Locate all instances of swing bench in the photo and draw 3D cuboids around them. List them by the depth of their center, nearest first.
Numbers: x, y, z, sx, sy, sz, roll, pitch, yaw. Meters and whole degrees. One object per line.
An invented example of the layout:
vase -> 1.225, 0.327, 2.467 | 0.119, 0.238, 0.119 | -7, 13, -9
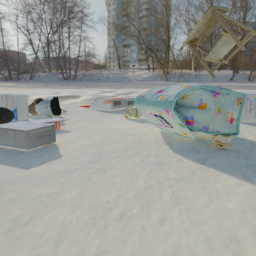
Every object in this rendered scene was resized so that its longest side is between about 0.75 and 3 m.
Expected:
swing bench -> 3.012, -2.997, 9.629 | 1.149, 1.770, 1.761 | -46, -4, -28

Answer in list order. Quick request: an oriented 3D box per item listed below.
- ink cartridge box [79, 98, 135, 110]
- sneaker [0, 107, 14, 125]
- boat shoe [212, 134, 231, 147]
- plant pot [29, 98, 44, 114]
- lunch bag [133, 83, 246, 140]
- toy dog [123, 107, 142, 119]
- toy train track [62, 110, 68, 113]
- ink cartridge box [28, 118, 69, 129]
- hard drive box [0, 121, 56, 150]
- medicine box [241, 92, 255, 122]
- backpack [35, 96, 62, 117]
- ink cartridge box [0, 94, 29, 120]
ink cartridge box -> -1.363, -1.674, 18.170 | 2.956, 0.741, 2.398 | 11, 15, 37
sneaker -> -5.437, -0.273, 10.698 | 2.080, 0.790, 0.944 | -12, 23, -22
boat shoe -> 2.577, 0.364, 7.803 | 0.393, 0.353, 1.062 | 0, -4, 5
plant pot -> -4.810, -1.068, 14.718 | 0.787, 0.902, 0.902 | -13, 4, 25
lunch bag -> 1.965, -0.655, 9.505 | 2.946, 1.797, 2.510 | 1, 9, -27
toy dog -> 0.192, -0.753, 13.414 | 0.864, 0.603, 0.838 | 2, 3, 21
toy train track -> -4.061, -0.968, 15.657 | 1.584, 0.258, 0.908 | 11, 7, 26
ink cartridge box -> -2.988, -0.140, 10.652 | 0.751, 0.347, 1.379 | 9, 13, 43
hard drive box -> -3.043, 0.184, 8.173 | 1.472, 0.565, 1.147 | 6, 12, 29
medicine box -> 6.063, -0.991, 12.792 | 2.408, 1.240, 2.194 | 6, 12, 30
backpack -> -4.006, -1.020, 13.997 | 1.202, 1.003, 0.761 | -2, 13, 24
ink cartridge box -> -5.393, -1.005, 13.141 | 1.593, 1.151, 0.674 | 8, 13, 38
